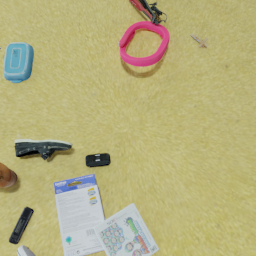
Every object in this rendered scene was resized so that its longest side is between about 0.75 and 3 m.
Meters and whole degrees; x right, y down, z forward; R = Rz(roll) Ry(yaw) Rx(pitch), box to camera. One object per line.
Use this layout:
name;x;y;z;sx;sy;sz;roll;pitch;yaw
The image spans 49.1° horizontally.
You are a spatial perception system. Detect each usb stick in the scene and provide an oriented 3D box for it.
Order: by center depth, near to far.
usb stick;-3.393;3.087;8.900;0.322;0.189;1.161;23;74;0

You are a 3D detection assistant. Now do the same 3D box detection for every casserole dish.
casserole dish;-4.156;-2.547;10.534;1.063;0.340;1.754;0;72;0

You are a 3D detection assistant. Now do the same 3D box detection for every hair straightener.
hair straightener;0.891;-4.788;11.003;0.815;0.433;2.118;-33;63;-10

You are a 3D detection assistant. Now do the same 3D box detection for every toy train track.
toy train track;2.779;-3.397;10.906;0.824;0.134;0.472;42;85;17

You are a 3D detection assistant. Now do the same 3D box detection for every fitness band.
fitness band;0.618;-3.152;10.420;1.667;0.434;2.321;19;57;11

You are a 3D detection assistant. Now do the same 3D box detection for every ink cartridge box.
ink cartridge box;-1.472;2.746;8.849;1.402;0.493;2.350;-12;76;-5

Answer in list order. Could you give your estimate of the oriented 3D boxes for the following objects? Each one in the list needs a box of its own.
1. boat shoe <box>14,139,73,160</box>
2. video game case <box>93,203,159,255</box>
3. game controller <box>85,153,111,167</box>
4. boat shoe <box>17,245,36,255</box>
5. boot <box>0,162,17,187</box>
boat shoe;-2.839;0.745;9.322;1.991;0.744;0.660;2;74;2
video game case;-0.044;3.379;8.538;1.473;0.192;1.618;-26;80;-24
game controller;-1.023;1.076;9.519;0.850;0.179;0.443;-5;54;-3
boat shoe;-2.787;4.453;8.252;0.694;0.705;1.989;-37;83;-13
boot;-4.856;1.121;8.526;2.611;2.027;1.001;25;75;7
